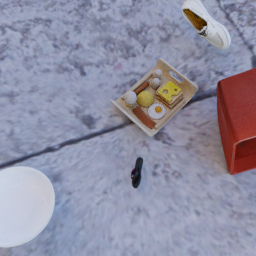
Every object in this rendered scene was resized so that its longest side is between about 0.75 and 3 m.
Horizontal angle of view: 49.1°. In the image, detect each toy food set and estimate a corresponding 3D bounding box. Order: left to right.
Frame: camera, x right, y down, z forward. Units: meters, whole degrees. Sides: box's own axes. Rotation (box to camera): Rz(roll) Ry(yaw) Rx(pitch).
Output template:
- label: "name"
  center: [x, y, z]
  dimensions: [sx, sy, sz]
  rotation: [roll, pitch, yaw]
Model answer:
- label: "toy food set"
  center: [0.716, -0.888, 7.551]
  dimensions: [1.448, 0.610, 2.018]
  rotation: [42, 72, 17]

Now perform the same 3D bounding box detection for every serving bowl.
- label: "serving bowl"
  center: [-2.409, 1.713, 6.052]
  dimensions: [1.717, 0.565, 1.717]
  rotation: [1, 56, -1]

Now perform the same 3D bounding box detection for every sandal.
- label: "sandal"
  center: [0.183, 1.071, 6.797]
  dimensions: [0.191, 0.301, 0.800]
  rotation: [27, 56, -29]

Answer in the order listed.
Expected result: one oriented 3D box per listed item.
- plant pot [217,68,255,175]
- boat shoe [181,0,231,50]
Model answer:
- label: "plant pot"
  center: [3.024, -0.283, 6.468]
  dimensions: [1.984, 1.986, 1.750]
  rotation: [-19, 58, 7]
- label: "boat shoe"
  center: [2.193, -2.844, 7.976]
  dimensions: [1.844, 0.654, 0.644]
  rotation: [43, 56, -19]
